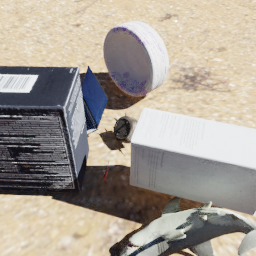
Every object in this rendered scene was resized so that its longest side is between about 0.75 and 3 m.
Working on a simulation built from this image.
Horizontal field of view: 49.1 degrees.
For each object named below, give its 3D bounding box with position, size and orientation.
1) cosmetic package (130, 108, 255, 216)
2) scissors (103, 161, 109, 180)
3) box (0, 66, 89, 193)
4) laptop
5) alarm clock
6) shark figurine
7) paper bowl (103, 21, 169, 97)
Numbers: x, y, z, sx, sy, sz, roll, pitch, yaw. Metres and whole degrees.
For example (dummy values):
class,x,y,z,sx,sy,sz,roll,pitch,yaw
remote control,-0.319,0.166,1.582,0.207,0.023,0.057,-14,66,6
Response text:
class,x,y,z,sx,sy,sz,roll,pitch,yaw
cosmetic package,1.457,0.683,5.804,2.721,1.535,1.104,12,46,9
scissors,-0.503,1.004,6.600,0.056,0.808,0.295,22,64,3
box,-2.339,0.069,6.306,2.587,2.566,1.594,2,40,1
laptop,-1.424,-0.630,7.810,1.637,0.949,1.533,-27,53,-4
alarm clock,-0.001,0.112,7.487,0.360,0.729,1.081,13,31,-52
shark figurine,1.494,2.082,5.093,1.884,3.154,1.316,-37,100,-46
paper bowl,0.332,-2.185,8.716,1.150,2.211,2.211,-33,55,-31
